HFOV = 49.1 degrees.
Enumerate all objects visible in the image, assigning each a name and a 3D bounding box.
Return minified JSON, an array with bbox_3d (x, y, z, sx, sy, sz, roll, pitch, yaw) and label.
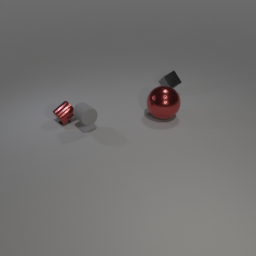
[{"bbox_3d":[-2.573,-0.629,11.356,0.700,0.700,0.700,-44,47,-15],"label":"cylinder"},{"bbox_3d":[-1.620,-0.539,10.615,0.700,0.700,0.700,-21,35,-30],"label":"cylinder"},{"bbox_3d":[1.466,-1.047,11.567,1.400,1.400,1.400,0,32,0],"label":"ball"},{"bbox_3d":[2.036,-2.247,13.627,0.700,0.700,0.700,-32,0,-17],"label":"cube"}]
